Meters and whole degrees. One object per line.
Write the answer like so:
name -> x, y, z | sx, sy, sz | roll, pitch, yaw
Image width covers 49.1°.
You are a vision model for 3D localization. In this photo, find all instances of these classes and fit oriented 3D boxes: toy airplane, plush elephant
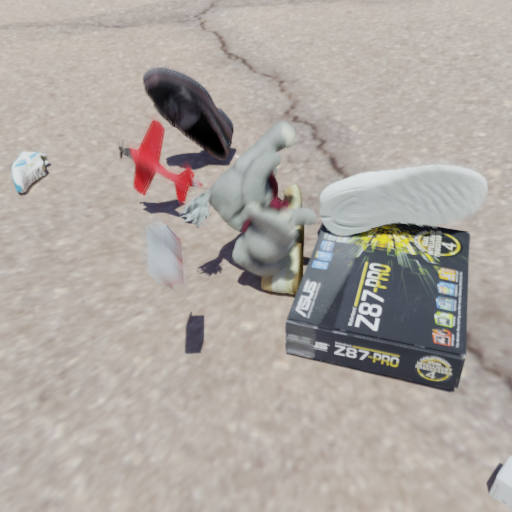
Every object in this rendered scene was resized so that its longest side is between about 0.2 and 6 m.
toy airplane -> -1.927, -1.708, 11.128 | 1.829, 1.829, 0.336 | 10, 41, 12
plush elephant -> 0.152, -0.748, 9.535 | 2.356, 1.940, 1.824 | -41, 86, -25

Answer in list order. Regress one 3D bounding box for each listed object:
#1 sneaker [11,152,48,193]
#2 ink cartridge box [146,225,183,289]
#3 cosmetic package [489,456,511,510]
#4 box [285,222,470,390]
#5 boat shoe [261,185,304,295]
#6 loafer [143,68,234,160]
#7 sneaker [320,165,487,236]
sneaker -> -5.348, -2.018, 13.228 | 0.609, 0.577, 1.508 | -1, 41, -5
ink cartridge box -> -1.163, 0.049, 7.504 | 0.295, 1.171, 0.638 | -7, 77, 4
cosmetic package -> 3.356, 2.960, 7.160 | 0.521, 0.436, 0.433 | 29, 48, 32
box -> 2.247, 0.558, 9.813 | 2.742, 0.835, 3.401 | 10, 39, 16
boat shoe -> 0.492, -0.381, 10.683 | 0.803, 0.896, 2.420 | -2, 52, 10
loafer -> -1.416, -3.162, 12.791 | 1.062, 2.955, 0.931 | -16, 66, 27
sneaker -> 2.642, -1.208, 10.333 | 2.970, 1.134, 1.195 | -5, 26, 11
